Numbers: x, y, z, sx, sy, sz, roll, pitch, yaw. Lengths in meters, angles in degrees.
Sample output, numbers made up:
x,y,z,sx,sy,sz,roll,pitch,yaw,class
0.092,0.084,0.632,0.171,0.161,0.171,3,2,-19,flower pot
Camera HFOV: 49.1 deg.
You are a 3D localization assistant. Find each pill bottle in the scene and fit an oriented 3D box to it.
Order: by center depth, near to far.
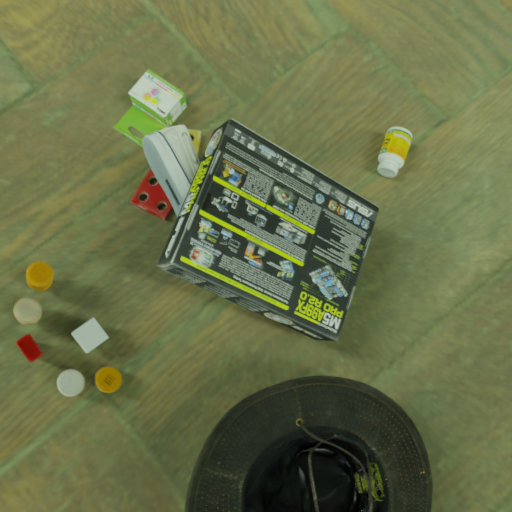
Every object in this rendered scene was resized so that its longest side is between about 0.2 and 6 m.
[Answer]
x,y,z,sx,sy,sz,roll,pitch,yaw,class
2.471,-1.855,10.075,0.468,0.468,0.829,20,76,6,pill bottle

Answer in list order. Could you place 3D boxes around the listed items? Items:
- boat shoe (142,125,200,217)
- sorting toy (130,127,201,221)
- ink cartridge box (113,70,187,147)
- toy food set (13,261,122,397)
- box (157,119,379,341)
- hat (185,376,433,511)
x,y,z,sx,sy,sz,roll,pitch,yaw,class
-0.785,-0.944,8.907,1.056,0.915,2.478,-29,93,-24,boat shoe
-0.148,-0.945,9.681,4.291,0.726,2.069,30,76,8,sorting toy
-1.977,-2.674,10.314,0.877,0.450,1.187,34,77,8,ink cartridge box
-3.179,1.335,9.074,1.131,1.066,2.369,-38,95,-22,toy food set
0.299,-0.312,8.480,2.928,0.648,2.345,26,74,-22,box
0.694,3.407,8.121,3.527,1.423,3.527,3,75,-11,hat
